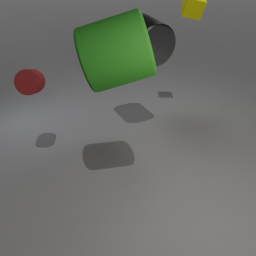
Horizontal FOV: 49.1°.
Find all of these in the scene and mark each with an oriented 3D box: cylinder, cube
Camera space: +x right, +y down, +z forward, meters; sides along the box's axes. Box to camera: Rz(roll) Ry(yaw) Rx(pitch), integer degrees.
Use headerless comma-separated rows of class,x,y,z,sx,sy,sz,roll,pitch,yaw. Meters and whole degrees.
cylinder,-2.744,-1.299,7.865,0.700,0.700,0.700,-2,12,-4
cylinder,0.623,-2.912,9.256,1.400,1.400,1.400,-13,38,-22
cylinder,-0.246,-1.603,5.922,1.400,1.400,1.400,-16,29,5
cube,2.391,-4.493,10.248,0.700,0.700,0.700,10,49,-6
